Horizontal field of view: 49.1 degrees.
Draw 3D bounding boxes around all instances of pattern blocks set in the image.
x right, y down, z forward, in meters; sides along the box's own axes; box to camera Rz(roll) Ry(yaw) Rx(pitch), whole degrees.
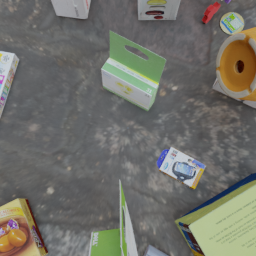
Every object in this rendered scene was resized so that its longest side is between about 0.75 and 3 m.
[{"bbox_3d":[3.341,-4.616,8.233,2.593,2.949,0.239,-44,79,-10],"label":"pattern blocks set"}]

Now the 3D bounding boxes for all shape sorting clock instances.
[{"bbox_3d":[3.481,-3.498,9.380,0.787,0.154,0.787,0,80,0],"label":"shape sorting clock"}]

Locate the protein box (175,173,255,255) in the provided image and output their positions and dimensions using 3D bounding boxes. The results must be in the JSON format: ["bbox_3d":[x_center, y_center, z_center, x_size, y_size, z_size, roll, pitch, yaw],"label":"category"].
[{"bbox_3d":[3.132,2.870,6.762,2.758,1.875,2.779,-29,77,-7],"label":"protein box"}]

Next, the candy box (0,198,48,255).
[{"bbox_3d":[-3.735,3.189,7.256,2.798,0.790,1.633,-25,76,-8],"label":"candy box"}]

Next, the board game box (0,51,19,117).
[{"bbox_3d":[-4.572,-1.243,8.626,1.674,0.426,2.491,10,75,3],"label":"board game box"}]

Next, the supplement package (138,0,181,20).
[{"bbox_3d":[0.979,-4.229,9.024,1.271,1.216,0.935,-1,75,0],"label":"supplement package"}]

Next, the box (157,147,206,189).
[{"bbox_3d":[1.499,1.117,8.088,1.289,0.267,0.767,28,77,5],"label":"box"}]

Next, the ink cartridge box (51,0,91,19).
[{"bbox_3d":[-1.741,-5.233,8.907,1.134,1.964,2.691,7,75,2],"label":"ink cartridge box"}]

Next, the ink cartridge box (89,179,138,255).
[{"bbox_3d":[-0.289,2.192,4.570,0.818,1.596,2.159,-9,112,2],"label":"ink cartridge box"}]

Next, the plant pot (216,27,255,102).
[{"bbox_3d":[2.891,-1.299,5.650,1.815,1.982,1.982,-8,74,-21],"label":"plant pot"}]

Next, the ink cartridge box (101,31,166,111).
[{"bbox_3d":[0.068,-1.445,7.734,1.649,2.266,0.543,29,74,7],"label":"ink cartridge box"}]

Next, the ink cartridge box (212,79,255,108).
[{"bbox_3d":[3.715,-1.496,8.516,1.807,0.776,1.323,26,76,8],"label":"ink cartridge box"}]

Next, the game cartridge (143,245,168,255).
[{"bbox_3d":[0.683,4.691,7.010,1.856,0.570,2.789,29,77,3],"label":"game cartridge"}]
